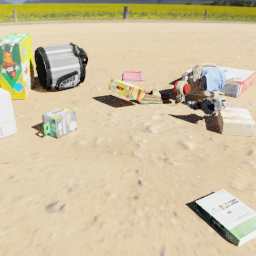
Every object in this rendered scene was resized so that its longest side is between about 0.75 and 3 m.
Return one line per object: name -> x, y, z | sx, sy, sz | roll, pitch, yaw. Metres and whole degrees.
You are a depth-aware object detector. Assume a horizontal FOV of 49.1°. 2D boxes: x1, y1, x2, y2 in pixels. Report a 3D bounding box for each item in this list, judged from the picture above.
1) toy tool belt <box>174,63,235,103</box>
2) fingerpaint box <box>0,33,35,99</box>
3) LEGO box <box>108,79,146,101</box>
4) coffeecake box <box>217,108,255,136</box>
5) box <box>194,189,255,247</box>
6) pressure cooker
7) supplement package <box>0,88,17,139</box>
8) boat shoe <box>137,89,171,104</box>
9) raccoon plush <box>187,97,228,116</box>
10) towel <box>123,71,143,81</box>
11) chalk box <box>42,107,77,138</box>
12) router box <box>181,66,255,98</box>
toy tool belt -> 3.135, -1.779, 11.223 | 1.534, 1.559, 2.497 | 11, 25, 42
fingerpaint box -> -4.971, -2.840, 12.526 | 1.033, 2.350, 2.817 | -2, 27, -9
LEGO box -> -0.033, -1.504, 11.035 | 1.186, 0.458, 0.883 | 29, 16, 39
coffeecake box -> 3.595, -0.236, 9.404 | 0.979, 0.466, 1.275 | 4, 26, 8
box -> 2.066, 1.762, 5.664 | 0.857, 0.216, 1.187 | -14, 28, -26
pressure cooker -> -2.959, -2.894, 12.986 | 2.305, 2.059, 2.027 | -17, 27, -29
supplement package -> -4.887, -0.591, 9.027 | 2.378, 1.424, 1.442 | 23, 35, 39
boat shoe -> 1.075, -1.307, 11.496 | 1.419, 0.524, 0.537 | -7, 27, -16
raccoon plush -> 2.784, -0.880, 9.589 | 1.252, 0.606, 0.839 | 27, 34, 37
towel -> 0.261, -2.743, 14.832 | 1.057, 0.164, 1.462 | -1, 26, 1
chalk box -> -2.278, -0.142, 8.971 | 0.683, 0.687, 1.104 | 18, 30, 33
router box -> 4.322, -2.353, 13.451 | 2.727, 0.666, 2.447 | 18, 31, 31
